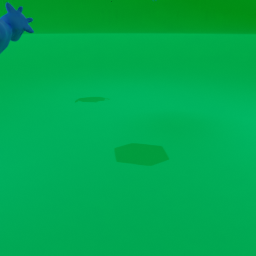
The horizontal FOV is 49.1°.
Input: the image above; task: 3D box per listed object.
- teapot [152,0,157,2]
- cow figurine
[{"bbox_3d":[0.370,-4.424,8.335,0.997,1.604,0.785,-44,37,7],"label":"teapot"},{"bbox_3d":[-1.682,-1.291,3.695,0.911,0.508,0.926,-43,19,-7],"label":"cow figurine"}]
